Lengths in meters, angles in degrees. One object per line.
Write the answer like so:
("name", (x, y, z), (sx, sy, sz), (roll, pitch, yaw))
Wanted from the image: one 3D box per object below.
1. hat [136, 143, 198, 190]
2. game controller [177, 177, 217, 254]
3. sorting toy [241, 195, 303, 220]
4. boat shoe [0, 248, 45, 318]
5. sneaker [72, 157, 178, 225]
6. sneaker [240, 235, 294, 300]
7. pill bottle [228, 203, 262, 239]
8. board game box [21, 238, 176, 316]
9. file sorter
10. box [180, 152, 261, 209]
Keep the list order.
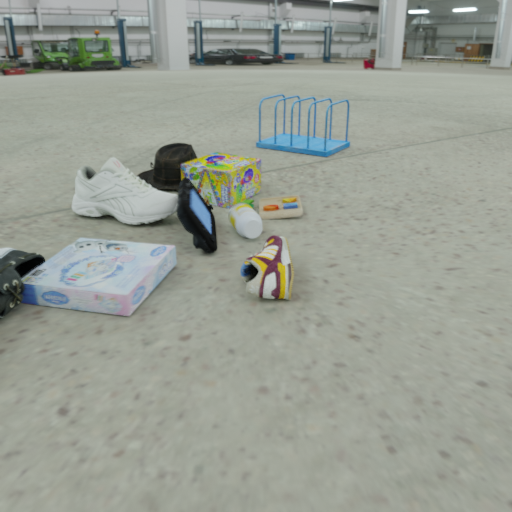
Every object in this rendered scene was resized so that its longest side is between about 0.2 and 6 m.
("hat", (-2.289, -2.702, 16.334), (2.626, 1.059, 2.626), (-1, 23, 0))
("game controller", (-1.270, -0.920, 12.103), (0.502, 1.242, 2.382), (-24, 24, 4))
("sorting toy", (0.350, -1.224, 13.836), (1.539, 0.227, 1.138), (-5, 27, 2))
("boat shoe", (-4.188, 0.502, 9.208), (0.756, 0.916, 2.670), (1, 22, -5))
("sneaker", (-3.138, -1.571, 13.217), (2.872, 1.427, 1.119), (7, 22, 15))
("sneaker", (0.143, 0.128, 10.234), (0.884, 0.736, 1.963), (4, 22, -7))
("pill bottle", (-0.219, -0.757, 12.399), (0.595, 0.595, 1.063), (-7, 23, -15))
("board game box", (-2.782, 0.308, 10.131), (2.062, 0.449, 2.072), (4, 25, 15))
("file sorter", (1.714, -4.782, 20.199), (2.872, 1.762, 1.993), (14, 26, 30))
("box", (-0.908, -2.046, 14.918), (1.538, 0.974, 1.597), (14, 28, 27))
